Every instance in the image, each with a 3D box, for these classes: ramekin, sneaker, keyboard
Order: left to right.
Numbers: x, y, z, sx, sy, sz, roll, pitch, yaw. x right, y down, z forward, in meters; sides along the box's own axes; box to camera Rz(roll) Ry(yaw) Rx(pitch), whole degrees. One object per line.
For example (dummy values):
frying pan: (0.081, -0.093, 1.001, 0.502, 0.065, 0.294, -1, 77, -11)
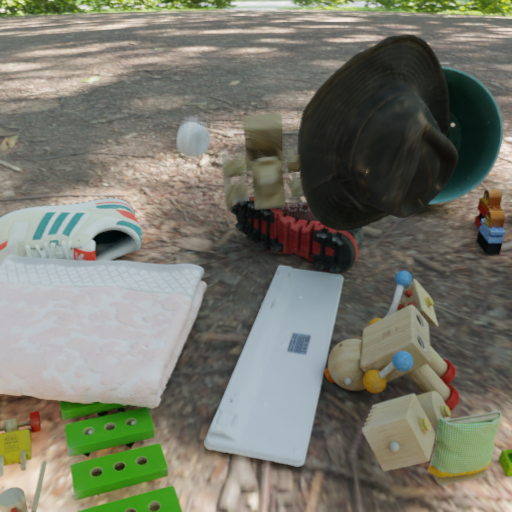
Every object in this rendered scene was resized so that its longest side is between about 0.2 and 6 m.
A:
sneaker: (-3.500, -0.222, 10.177, 2.987, 1.052, 1.397, -14, 36, -22)
ramekin: (-1.251, -2.364, 11.442, 0.690, 0.690, 0.322, -23, 30, -34)
keyboard: (0.474, 1.315, 8.378, 1.219, 0.231, 4.330, 12, 31, 9)
sneaker: (0.859, -0.580, 10.858, 2.754, 0.974, 1.346, 21, 36, 26)

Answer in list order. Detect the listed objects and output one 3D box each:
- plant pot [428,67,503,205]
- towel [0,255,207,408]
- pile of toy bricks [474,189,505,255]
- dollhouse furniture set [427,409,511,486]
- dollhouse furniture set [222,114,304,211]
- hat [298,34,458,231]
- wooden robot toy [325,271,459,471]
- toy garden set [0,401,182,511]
plant pot: (3.968, -2.747, 12.957, 2.874, 2.874, 2.306, 7, 13, 12)
towel: (-2.793, 0.879, 8.197, 3.697, 0.596, 3.531, 4, 22, 5)
pile of toy bricks: (5.497, -0.718, 10.216, 2.096, 1.865, 3.778, -1, 30, -1)
dollhouse furniture set: (2.879, 2.218, 6.113, 1.844, 0.922, 0.712, -5, 31, -11)
dollhouse furniture set: (0.207, -1.620, 10.892, 1.615, 1.224, 1.842, -5, 62, 1)
hat: (2.209, -1.543, 8.682, 3.341, 3.341, 1.348, -16, 40, -25)
wooden robot toy: (1.652, 1.581, 7.362, 1.515, 1.471, 3.339, -27, 20, 27)
toy garden set: (-2.011, 2.379, 6.229, 1.865, 0.446, 2.237, -7, 29, -21)
